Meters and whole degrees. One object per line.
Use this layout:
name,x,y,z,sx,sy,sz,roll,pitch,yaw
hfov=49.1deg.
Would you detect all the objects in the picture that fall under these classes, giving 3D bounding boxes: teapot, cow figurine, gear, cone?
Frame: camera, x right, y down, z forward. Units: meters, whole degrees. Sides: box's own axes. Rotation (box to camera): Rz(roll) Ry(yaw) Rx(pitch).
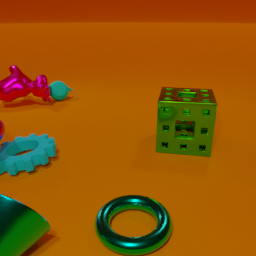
teapot,-2.564,-1.369,10.457,1.162,0.722,0.569,-15,-5,-24
cow figurine,-3.631,-1.349,9.699,1.743,0.957,1.716,-39,76,-21
gear,-2.291,0.538,6.166,1.370,0.253,1.370,-6,24,3
cone,-1.789,1.593,3.426,1.233,1.233,1.238,7,50,16

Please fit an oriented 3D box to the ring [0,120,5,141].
ring,-3.365,0.419,5.679,1.856,0.371,1.856,-21,28,12

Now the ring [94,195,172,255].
ring,0.079,1.421,4.248,1.177,0.235,1.177,-1,24,0

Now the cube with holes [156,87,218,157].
cube with holes,1.386,-0.202,6.830,1.267,1.267,1.267,4,23,10
